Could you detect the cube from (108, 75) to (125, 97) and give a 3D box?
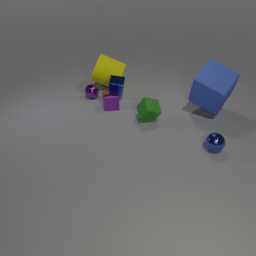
[{"bbox_3d":[-0.554,-2.038,13.507,0.700,0.700,0.700,8,47,0],"label":"cube"}]

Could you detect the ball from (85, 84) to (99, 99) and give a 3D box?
[{"bbox_3d":[-1.783,-1.801,13.771,0.700,0.700,0.700,0,31,0],"label":"ball"}]

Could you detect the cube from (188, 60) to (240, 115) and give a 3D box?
[{"bbox_3d":[3.580,-1.705,11.784,1.400,1.400,1.400,33,64,18],"label":"cube"}]

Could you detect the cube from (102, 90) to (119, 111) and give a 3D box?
[{"bbox_3d":[-0.787,-1.264,12.895,0.700,0.700,0.700,-5,31,-8],"label":"cube"}]

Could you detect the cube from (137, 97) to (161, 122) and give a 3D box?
[{"bbox_3d":[0.866,-0.768,11.673,0.700,0.700,0.700,8,56,-29],"label":"cube"}]

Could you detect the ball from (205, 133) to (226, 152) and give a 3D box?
[{"bbox_3d":[3.099,0.511,9.953,0.700,0.700,0.700,0,31,0],"label":"ball"}]

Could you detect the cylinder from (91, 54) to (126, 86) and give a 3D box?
[{"bbox_3d":[-1.011,-2.897,14.501,1.400,1.400,1.400,22,31,-7],"label":"cylinder"}]
